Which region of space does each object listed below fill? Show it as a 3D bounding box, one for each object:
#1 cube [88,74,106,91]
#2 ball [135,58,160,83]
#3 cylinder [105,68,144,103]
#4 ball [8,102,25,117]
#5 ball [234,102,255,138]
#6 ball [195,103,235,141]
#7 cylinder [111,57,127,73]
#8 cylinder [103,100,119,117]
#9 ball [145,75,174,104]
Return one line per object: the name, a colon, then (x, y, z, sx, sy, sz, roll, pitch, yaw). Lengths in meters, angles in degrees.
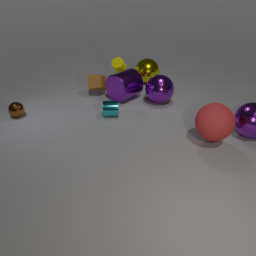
cube: (-1.595, -2.340, 14.450, 0.700, 0.700, 0.700, -2, -3, 19)
ball: (1.090, -3.242, 15.912, 1.400, 1.400, 1.400, 0, 30, 0)
cylinder: (-0.180, -2.145, 14.038, 1.400, 1.400, 1.400, 25, 39, 36)
ball: (-4.973, -0.819, 12.469, 0.700, 0.700, 0.700, 0, 30, 0)
ball: (4.822, -0.300, 10.874, 1.400, 1.400, 1.400, 0, 30, 0)
ball: (3.157, -0.223, 10.215, 1.400, 1.400, 1.400, 0, 30, 0)
cylinder: (-0.507, -3.556, 15.924, 0.700, 0.700, 0.700, -6, 71, 17)
cylinder: (-0.763, -0.873, 12.550, 0.700, 0.700, 0.700, -2, 30, -1)
ball: (1.541, -1.890, 13.627, 1.400, 1.400, 1.400, 0, 30, 0)
